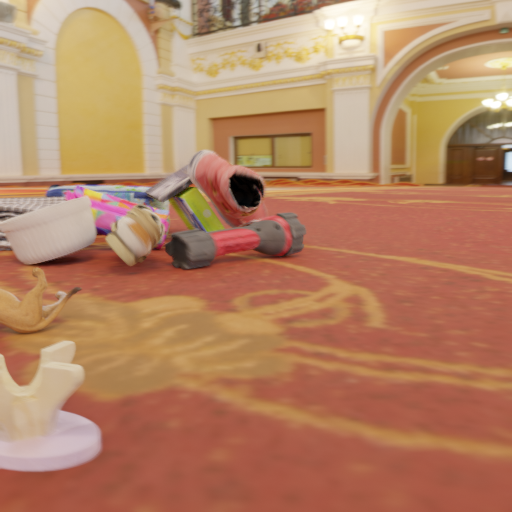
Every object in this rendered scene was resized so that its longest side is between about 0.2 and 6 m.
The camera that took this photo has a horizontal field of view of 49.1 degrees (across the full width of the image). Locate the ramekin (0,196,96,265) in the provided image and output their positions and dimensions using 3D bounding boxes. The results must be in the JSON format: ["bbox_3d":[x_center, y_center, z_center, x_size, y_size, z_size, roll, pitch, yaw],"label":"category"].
[{"bbox_3d":[-3.251,-0.400,8.946,1.417,0.744,1.417,-16,13,4],"label":"ramekin"}]

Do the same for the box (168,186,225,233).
[{"bbox_3d":[-1.288,-0.908,11.765,0.452,1.157,1.898,-38,19,-11],"label":"box"}]

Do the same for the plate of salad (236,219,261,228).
[{"bbox_3d":[0.261,-0.453,11.192,1.378,0.331,1.378,-1,-15,0],"label":"plate of salad"}]

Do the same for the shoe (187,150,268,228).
[{"bbox_3d":[-0.248,-1.052,10.972,1.154,0.907,2.538,31,-8,40],"label":"shoe"}]

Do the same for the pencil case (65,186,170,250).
[{"bbox_3d":[-2.504,-0.681,10.142,1.868,0.825,0.825,14,5,-15],"label":"pencil case"}]

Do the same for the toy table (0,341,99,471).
[{"bbox_3d":[-1.247,0.799,3.057,0.832,0.487,0.765,1,9,11],"label":"toy table"}]

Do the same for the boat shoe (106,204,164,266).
[{"bbox_3d":[-1.756,-0.362,8.582,0.710,0.776,2.077,-41,15,-1],"label":"boat shoe"}]

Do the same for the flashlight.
[{"bbox_3d":[-0.246,-0.213,8.934,2.255,0.766,0.763,-12,-29,-38],"label":"flashlight"}]

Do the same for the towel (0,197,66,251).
[{"bbox_3d":[-4.376,-0.668,10.978,2.155,0.922,1.784,-2,10,-16],"label":"towel"}]

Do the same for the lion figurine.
[{"bbox_3d":[-2.356,0.469,5.137,1.311,0.475,0.803,6,42,-2],"label":"lion figurine"}]

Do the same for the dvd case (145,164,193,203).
[{"bbox_3d":[-1.596,-1.592,11.665,1.345,0.144,1.808,-34,20,-11],"label":"dvd case"}]

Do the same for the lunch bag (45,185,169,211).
[{"bbox_3d":[-3.528,-1.139,13.489,2.741,1.130,2.203,1,6,1],"label":"lunch bag"}]
